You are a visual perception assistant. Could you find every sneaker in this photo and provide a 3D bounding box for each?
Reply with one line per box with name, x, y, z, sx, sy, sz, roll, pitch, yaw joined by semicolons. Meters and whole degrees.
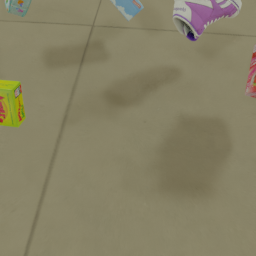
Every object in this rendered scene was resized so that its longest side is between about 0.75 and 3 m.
sneaker;2.133;-3.129;7.819;2.671;1.523;0.968;0;17;-41

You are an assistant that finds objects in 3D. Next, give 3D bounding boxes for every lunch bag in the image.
lunch bag;-2.766;-3.684;7.224;0.520;1.349;1.082;9;39;-37

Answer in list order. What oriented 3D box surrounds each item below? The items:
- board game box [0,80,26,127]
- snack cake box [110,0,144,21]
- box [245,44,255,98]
board game box;-2.692;-0.498;5.043;1.514;0.769;0.360;7;33;2
snack cake box;-0.503;-4.503;8.761;0.705;2.097;1.206;-37;51;17
box;3.798;-1.399;5.782;1.324;2.773;1.382;14;85;-5
